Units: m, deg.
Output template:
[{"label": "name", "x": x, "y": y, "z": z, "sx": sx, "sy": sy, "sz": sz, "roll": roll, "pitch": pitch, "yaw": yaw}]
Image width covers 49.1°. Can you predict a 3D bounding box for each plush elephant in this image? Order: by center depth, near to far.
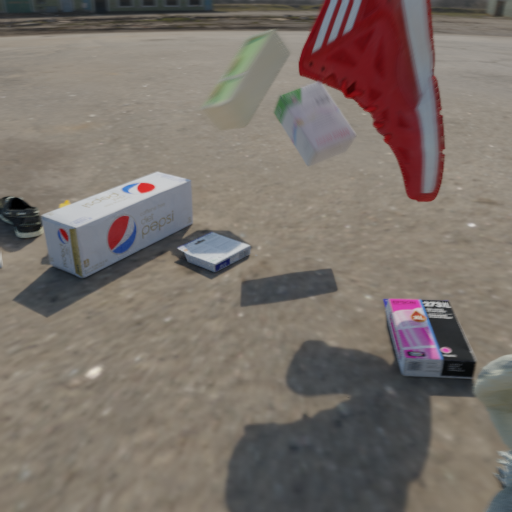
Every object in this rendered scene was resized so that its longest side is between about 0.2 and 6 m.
[{"label": "plush elephant", "x": 2.691, "y": 1.814, "z": 4.027, "sx": 2.318, "sy": 2.179, "sz": 2.814, "roll": -1, "pitch": 27, "yaw": -2}]

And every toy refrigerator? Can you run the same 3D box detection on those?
[{"label": "toy refrigerator", "x": -0.218, "y": -3.679, "z": 11.646, "sx": 0.804, "sy": 0.741, "sz": 2.118, "roll": 8, "pitch": 62, "yaw": 45}]

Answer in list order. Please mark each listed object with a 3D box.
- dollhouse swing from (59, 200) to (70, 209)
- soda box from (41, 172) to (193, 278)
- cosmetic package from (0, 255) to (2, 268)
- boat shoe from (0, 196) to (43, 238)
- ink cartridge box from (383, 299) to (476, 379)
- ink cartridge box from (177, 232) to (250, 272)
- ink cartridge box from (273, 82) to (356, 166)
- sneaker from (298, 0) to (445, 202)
[{"label": "dollhouse swing", "x": -3.335, "y": -0.662, "z": 10.461, "sx": 0.646, "sy": 0.711, "sz": 0.625, "roll": 4, "pitch": 25, "yaw": 7}, {"label": "soda box", "x": -2.383, "y": -0.651, "z": 10.147, "sx": 0.899, "sy": 0.961, "sz": 2.823, "roll": 18, "pitch": 32, "yaw": 31}, {"label": "cosmetic package", "x": -4.664, "y": -0.045, "z": 9.702, "sx": 0.422, "sy": 0.307, "sz": 0.830, "roll": -13, "pitch": 31, "yaw": -23}, {"label": "boat shoe", "x": -4.686, "y": -0.923, "z": 11.104, "sx": 0.642, "sy": 0.604, "sz": 1.788, "roll": -20, "pitch": 32, "yaw": -31}, {"label": "ink cartridge box", "x": 2.317, "y": 0.986, "z": 7.712, "sx": 0.879, "sy": 0.344, "sz": 1.857, "roll": 2, "pitch": 25, "yaw": 3}, {"label": "ink cartridge box", "x": -0.747, "y": -0.078, "z": 9.879, "sx": 0.943, "sy": 0.192, "sz": 0.942, "roll": 22, "pitch": 34, "yaw": 36}, {"label": "ink cartridge box", "x": 1.053, "y": -2.395, "z": 10.164, "sx": 0.931, "sy": 0.561, "sz": 1.282, "roll": -26, "pitch": 74, "yaw": -21}, {"label": "sneaker", "x": 1.617, "y": -2.256, "z": 8.014, "sx": 1.830, "sy": 3.167, "sz": 1.241, "roll": -7, "pitch": 8, "yaw": 13}]
